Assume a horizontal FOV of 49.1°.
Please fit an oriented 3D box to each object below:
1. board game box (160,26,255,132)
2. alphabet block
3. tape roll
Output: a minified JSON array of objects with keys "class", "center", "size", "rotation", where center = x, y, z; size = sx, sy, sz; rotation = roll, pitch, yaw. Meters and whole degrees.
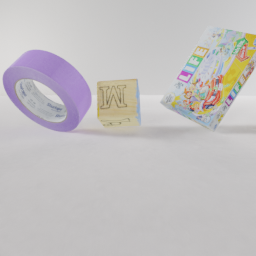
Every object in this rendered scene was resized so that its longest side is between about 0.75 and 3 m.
[{"class":"board game box","center":[2.407,-1.504,8.107],"size":[1.880,2.796,0.478],"rotation":[33,1,44]},{"class":"alphabet block","center":[-0.236,-0.685,8.143],"size":[1.156,1.135,1.129],"rotation":[-3,-16,4]},{"class":"tape roll","center":[-2.057,-0.887,7.213],"size":[2.182,2.182,0.716],"rotation":[5,48,29]}]
